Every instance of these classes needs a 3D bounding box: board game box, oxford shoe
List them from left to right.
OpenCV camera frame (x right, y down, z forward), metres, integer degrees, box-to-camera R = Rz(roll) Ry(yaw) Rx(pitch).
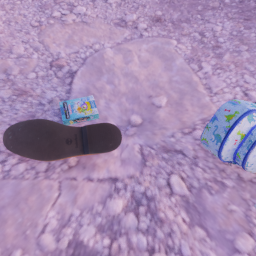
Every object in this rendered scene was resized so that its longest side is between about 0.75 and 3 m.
[{"bbox_3d":[-1.553,0.352,6.808,2.741,0.977,0.978,3,80,-6],"label":"oxford shoe"},{"bbox_3d":[-1.415,-0.512,8.072,1.016,0.238,0.767,-13,52,-11],"label":"board game box"}]

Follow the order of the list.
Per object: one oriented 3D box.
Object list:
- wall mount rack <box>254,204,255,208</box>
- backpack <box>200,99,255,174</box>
[{"bbox_3d":[3.798,1.542,5.453,1.978,0.849,2.276,29,94,17],"label":"wall mount rack"},{"bbox_3d":[2.577,0.182,6.135,1.642,1.503,1.207,13,23,-34],"label":"backpack"}]
